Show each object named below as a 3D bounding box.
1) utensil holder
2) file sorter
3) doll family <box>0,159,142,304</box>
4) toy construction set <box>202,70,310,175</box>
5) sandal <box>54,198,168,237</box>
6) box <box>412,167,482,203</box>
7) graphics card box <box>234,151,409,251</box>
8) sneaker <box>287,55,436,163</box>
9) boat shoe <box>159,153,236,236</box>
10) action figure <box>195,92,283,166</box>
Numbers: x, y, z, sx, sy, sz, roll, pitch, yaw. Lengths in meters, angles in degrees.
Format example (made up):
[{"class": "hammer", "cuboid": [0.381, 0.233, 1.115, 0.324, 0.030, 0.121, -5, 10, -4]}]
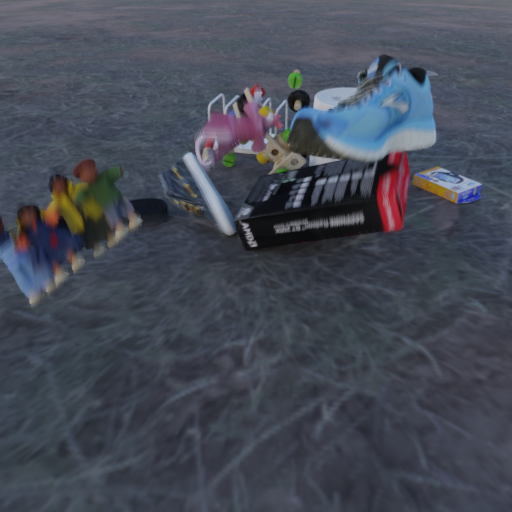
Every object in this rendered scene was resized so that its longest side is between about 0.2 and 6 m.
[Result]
[{"class": "utensil holder", "cuboid": [2.008, -2.447, 12.145, 1.699, 2.000, 1.699, 1, 32, -1]}, {"class": "file sorter", "cuboid": [-0.183, -3.428, 14.532, 1.890, 1.177, 1.312, 9, 33, 13]}, {"class": "doll family", "cuboid": [-2.549, -0.385, 7.093, 2.138, 1.236, 0.839, -39, 6, -15]}, {"class": "toy construction set", "cuboid": [0.032, -2.413, 12.509, 2.661, 2.219, 2.045, -12, 40, 20]}, {"class": "sandal", "cuboid": [-3.078, -0.868, 10.923, 2.669, 0.572, 1.015, -13, 34, -20]}, {"class": "box", "cuboid": [4.254, -1.554, 12.334, 0.821, 0.286, 1.380, -20, 35, -30]}, {"class": "graphics card box", "cuboid": [1.227, -1.020, 10.115, 2.926, 0.744, 1.836, -7, 32, 23]}, {"class": "sneaker", "cuboid": [1.626, -2.266, 8.492, 1.269, 1.456, 3.238, 16, 26, 40]}, {"class": "boat shoe", "cuboid": [-1.145, -1.034, 10.900, 0.857, 0.668, 1.888, -33, 73, 8]}, {"class": "action figure", "cuboid": [-0.235, -1.983, 8.627, 1.315, 0.881, 0.979, -9, 17, 27]}]
